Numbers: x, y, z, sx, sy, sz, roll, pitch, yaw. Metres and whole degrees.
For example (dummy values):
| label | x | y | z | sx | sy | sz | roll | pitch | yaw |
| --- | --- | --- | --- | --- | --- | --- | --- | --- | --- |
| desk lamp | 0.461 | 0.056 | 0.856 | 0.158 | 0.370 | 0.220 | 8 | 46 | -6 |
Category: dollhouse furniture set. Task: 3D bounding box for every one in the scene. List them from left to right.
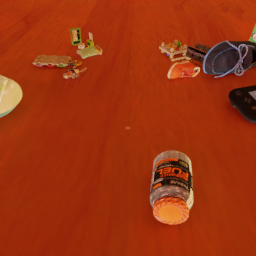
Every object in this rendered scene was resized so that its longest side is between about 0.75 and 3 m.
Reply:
| label | x | y | z | sx | sy | sz | roll | pitch | yaw |
| --- | --- | --- | --- | --- | --- | --- | --- | --- | --- |
| dollhouse furniture set | -1.743 | -3.435 | 11.152 | 0.863 | 0.667 | 1.728 | -19 | 41 | -23 |

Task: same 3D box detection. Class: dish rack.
| label | x | y | z | sx | sy | sz | roll | pitch | yaw |
| --- | --- | --- | --- | --- | --- | --- | --- | --- | --- |
| dish rack | 2.873 | -2.829 | 10.402 | 1.151 | 0.409 | 1.501 | 29 | 44 | 14 |

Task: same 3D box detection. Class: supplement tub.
| label | x | y | z | sx | sy | sz | roll | pitch | yaw |
| --- | --- | --- | --- | --- | --- | --- | --- | --- | --- |
| supplement tub | 0.792 | 1.053 | 5.080 | 0.750 | 0.750 | 1.224 | 5 | 37 | 6 |

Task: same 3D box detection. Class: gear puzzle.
| label | x | y | z | sx | sy | sz | roll | pitch | yaw |
| --- | --- | --- | --- | --- | --- | --- | --- | --- | --- |
| gear puzzle | -2.506 | -2.384 | 10.165 | 1.693 | 0.222 | 0.877 | 2 | 35 | -2 |

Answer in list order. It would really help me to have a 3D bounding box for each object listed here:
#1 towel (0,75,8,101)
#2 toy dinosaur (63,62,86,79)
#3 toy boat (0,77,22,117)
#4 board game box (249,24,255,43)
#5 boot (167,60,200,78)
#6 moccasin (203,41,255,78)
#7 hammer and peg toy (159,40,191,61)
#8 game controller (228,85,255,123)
| label | x | y | z | sx | sy | sz | roll | pitch | yaw |
| --- | --- | --- | --- | --- | --- | --- | --- | --- | --- |
| towel | -3.199 | -0.768 | 5.423 | 1.400 | 0.394 | 1.635 | 26 | 32 | -29 |
| toy dinosaur | -1.805 | -1.891 | 9.427 | 0.826 | 0.422 | 0.561 | -10 | 53 | -41 |
| toy boat | -4.109 | -0.945 | 7.522 | 2.216 | 1.225 | 2.636 | -13 | 44 | -29 |
| board game box | 2.683 | -2.272 | 5.413 | 0.195 | 0.903 | 1.342 | 22 | 39 | 16 |
| boot | 1.852 | -1.882 | 9.282 | 1.241 | 0.466 | 0.665 | -29 | 51 | -34 |
| moccasin | 3.746 | -2.445 | 9.389 | 2.904 | 1.168 | 0.990 | -26 | 38 | -29 |
| hammer and peg toy | 1.839 | -2.984 | 10.748 | 0.884 | 0.424 | 1.201 | -17 | 40 | -21 |
| game controller | 4.088 | -0.776 | 7.714 | 2.520 | 0.531 | 1.315 | -11 | 38 | -13 |
